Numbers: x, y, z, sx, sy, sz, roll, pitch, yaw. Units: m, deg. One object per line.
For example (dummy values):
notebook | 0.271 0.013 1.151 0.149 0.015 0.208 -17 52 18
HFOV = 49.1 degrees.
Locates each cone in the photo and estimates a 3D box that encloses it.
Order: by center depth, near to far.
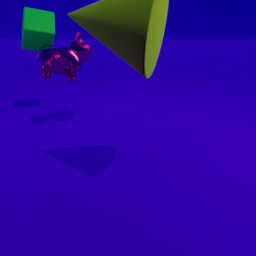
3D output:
cone | -0.288 -1.830 4.838 1.653 1.647 1.647 14 22 11

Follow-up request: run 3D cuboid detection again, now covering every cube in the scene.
cube | -3.140 -3.395 9.772 1.000 1.000 1.000 2 -26 -23

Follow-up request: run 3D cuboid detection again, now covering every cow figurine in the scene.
cow figurine | -1.925 -2.212 8.584 1.715 0.942 1.688 0 56 -27
